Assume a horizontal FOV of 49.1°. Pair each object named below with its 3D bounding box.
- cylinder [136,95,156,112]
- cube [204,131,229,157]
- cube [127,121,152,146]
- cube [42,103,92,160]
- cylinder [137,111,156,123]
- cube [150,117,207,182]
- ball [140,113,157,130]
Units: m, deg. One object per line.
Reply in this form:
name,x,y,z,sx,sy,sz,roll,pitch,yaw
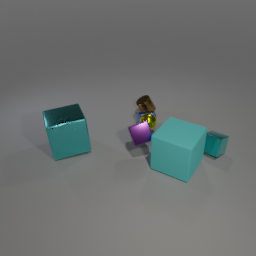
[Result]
cylinder,0.833,-1.038,12.940,0.700,0.700,0.700,-25,33,17
cube,3.177,0.566,10.291,0.700,0.700,0.700,22,22,37
cube,0.433,0.180,9.914,0.700,0.700,0.700,-20,4,-2
cube,-2.275,0.109,10.428,1.400,1.400,1.400,-14,33,-14
cylinder,0.790,-0.356,12.022,0.700,0.700,0.700,-7,31,-12
cube,1.699,0.688,9.480,1.400,1.400,1.400,19,38,27
ball,0.813,-0.253,11.197,0.700,0.700,0.700,0,31,0
